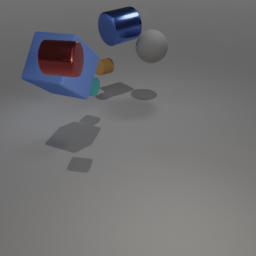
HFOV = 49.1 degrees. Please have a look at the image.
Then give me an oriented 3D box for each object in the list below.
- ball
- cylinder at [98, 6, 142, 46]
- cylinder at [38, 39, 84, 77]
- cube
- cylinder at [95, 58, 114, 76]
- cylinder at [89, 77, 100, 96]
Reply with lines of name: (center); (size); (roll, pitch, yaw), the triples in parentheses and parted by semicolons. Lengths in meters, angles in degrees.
ball: (1.030, -3.537, 12.188); (1.400, 1.400, 1.400); (0, 29, 0)
cylinder: (-0.356, -4.420, 12.165); (1.400, 1.400, 1.400); (-27, 38, -30)
cylinder: (-1.316, -1.382, 5.570); (0.700, 0.700, 0.700); (6, 29, 8)
cube: (-1.879, -1.752, 8.014); (1.400, 1.400, 1.400); (12, -6, 23)
cylinder: (-1.109, -2.811, 12.828); (0.700, 0.700, 0.700); (23, 32, 35)
cylinder: (-1.503, -1.586, 10.378); (0.700, 0.700, 0.700); (16, 33, 23)
